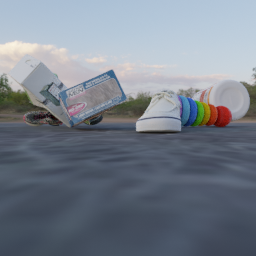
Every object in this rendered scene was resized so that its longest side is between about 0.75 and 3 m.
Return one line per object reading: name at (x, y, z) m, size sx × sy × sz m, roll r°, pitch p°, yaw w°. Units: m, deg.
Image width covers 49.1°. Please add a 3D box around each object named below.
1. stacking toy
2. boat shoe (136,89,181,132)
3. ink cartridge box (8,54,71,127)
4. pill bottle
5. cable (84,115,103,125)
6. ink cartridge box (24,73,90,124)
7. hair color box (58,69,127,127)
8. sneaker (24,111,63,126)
stacking toy at (1.921, -0.444, 7.945) m, size 2.336 × 0.997 × 0.997 m, roll 3°, pitch 0°, yaw -21°
boat shoe at (0.612, -0.319, 4.926) m, size 0.733 × 0.722 × 2.068 m, roll -1°, pitch 4°, yaw 17°
ink cartridge box at (-2.148, -0.991, 7.484) m, size 1.314 × 0.757 × 1.801 m, roll 30°, pitch -14°, yaw 49°
pill bottle at (3.013, -0.793, 9.816) m, size 1.347 × 1.347 × 2.402 m, roll 0°, pitch -4°, yaw -9°
cable at (-1.902, -0.523, 10.628) m, size 1.202 × 0.623 × 2.475 m, roll -32°, pitch 24°, yaw -19°
ink cartridge box at (-2.316, -1.078, 9.287) m, size 2.346 × 0.563 × 1.707 m, roll 17°, pitch -27°, yaw 8°
hair color box at (-0.860, -0.547, 6.130) m, size 1.119 × 0.677 × 2.238 m, roll -27°, pitch 4°, yaw -12°
sneaker at (-2.919, -0.382, 9.769) m, size 1.358 × 0.547 × 0.507 m, roll -1°, pitch -16°, yaw -21°
